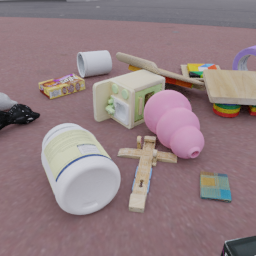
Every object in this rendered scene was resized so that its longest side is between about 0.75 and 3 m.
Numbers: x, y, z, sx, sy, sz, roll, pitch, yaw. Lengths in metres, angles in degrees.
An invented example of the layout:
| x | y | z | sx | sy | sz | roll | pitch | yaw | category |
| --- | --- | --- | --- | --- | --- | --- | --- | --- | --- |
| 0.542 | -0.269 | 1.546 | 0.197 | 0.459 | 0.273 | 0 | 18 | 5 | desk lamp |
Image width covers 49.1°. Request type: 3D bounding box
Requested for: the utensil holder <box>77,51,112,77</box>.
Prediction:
| x | y | z | sx | sy | sz | roll | pitch | yaw | category |
| --- | --- | --- | --- | --- | --- | --- | --- | --- | --- |
| -1.536 | -2.963 | 12.808 | 1.321 | 1.122 | 1.122 | -14 | 34 | -23 | utensil holder |

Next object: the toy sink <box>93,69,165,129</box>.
| x | y | z | sx | sy | sz | roll | pitch | yaw | category |
| --- | --- | --- | --- | --- | --- | --- | --- | --- | --- |
| 0.081 | -0.893 | 9.127 | 2.128 | 1.387 | 1.192 | -22 | 38 | -33 | toy sink |

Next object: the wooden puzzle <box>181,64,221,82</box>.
| x | y | z | sx | sy | sz | roll | pitch | yaw | category |
| --- | --- | --- | --- | --- | --- | --- | --- | --- | --- |
| 3.431 | -2.601 | 12.920 | 1.835 | 0.369 | 1.983 | 1 | 31 | 3 | wooden puzzle |

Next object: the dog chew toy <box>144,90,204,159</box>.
| x | y | z | sx | sy | sz | roll | pitch | yaw | category |
| --- | --- | --- | --- | --- | --- | --- | --- | --- | --- |
| 1.334 | -0.055 | 7.854 | 1.409 | 1.409 | 2.262 | -10 | 44 | -15 | dog chew toy |

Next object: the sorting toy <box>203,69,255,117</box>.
| x | y | z | sx | sy | sz | roll | pitch | yaw | category |
| --- | --- | --- | --- | --- | --- | --- | --- | --- | --- |
| 4.086 | -1.224 | 10.127 | 2.559 | 0.896 | 2.575 | 4 | 32 | 6 | sorting toy |

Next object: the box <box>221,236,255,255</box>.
| x | y | z | sx | sy | sz | roll | pitch | yaw | category |
| --- | --- | --- | --- | --- | --- | --- | --- | --- | --- |
| 2.175 | 2.700 | 2.393 | 1.846 | 2.206 | 2.970 | -7 | 32 | -11 | box |

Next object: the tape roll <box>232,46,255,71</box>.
| x | y | z | sx | sy | sz | roll | pitch | yaw | category |
| --- | --- | --- | --- | --- | --- | --- | --- | --- | --- |
| 5.238 | -2.554 | 11.621 | 0.690 | 1.623 | 1.623 | -23 | 38 | -33 | tape roll |

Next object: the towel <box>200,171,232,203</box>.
| x | y | z | sx | sy | sz | roll | pitch | yaw | category |
| --- | --- | --- | --- | --- | --- | --- | --- | --- | --- |
| 2.053 | 1.375 | 6.632 | 0.689 | 0.102 | 0.940 | 6 | 30 | 9 | towel |

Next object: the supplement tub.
| x | y | z | sx | sy | sz | roll | pitch | yaw | category |
| --- | --- | --- | --- | --- | --- | --- | --- | --- | --- |
| -1.143 | 0.823 | 6.292 | 1.382 | 1.382 | 1.906 | -14 | 34 | -22 | supplement tub |

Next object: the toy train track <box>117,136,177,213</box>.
| x | y | z | sx | sy | sz | roll | pitch | yaw | category |
| --- | --- | --- | --- | --- | --- | --- | --- | --- | --- |
| 0.423 | 0.902 | 7.067 | 1.615 | 0.458 | 2.816 | 5 | 32 | 9 | toy train track |

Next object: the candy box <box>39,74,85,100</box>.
| x | y | z | sx | sy | sz | roll | pitch | yaw | category |
| --- | --- | --- | --- | --- | --- | --- | --- | --- | --- |
| -2.655 | -1.698 | 11.352 | 1.603 | 0.452 | 0.935 | -24 | 39 | -31 | candy box |

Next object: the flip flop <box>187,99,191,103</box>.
| x | y | z | sx | sy | sz | roll | pitch | yaw | category |
| --- | --- | --- | --- | --- | --- | --- | --- | --- | --- |
| 1.717 | -0.585 | 9.631 | 0.576 | 0.409 | 1.421 | 17 | 50 | 20 | flip flop |

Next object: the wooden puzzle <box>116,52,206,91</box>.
| x | y | z | sx | sy | sz | roll | pitch | yaw | category |
| --- | --- | --- | --- | --- | --- | --- | --- | --- | --- |
| 1.238 | -2.111 | 10.941 | 2.883 | 0.537 | 2.667 | 11 | 15 | -38 | wooden puzzle |

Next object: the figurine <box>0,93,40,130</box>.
| x | y | z | sx | sy | sz | roll | pitch | yaw | category |
| --- | --- | --- | --- | --- | --- | --- | --- | --- | --- |
| -4.449 | -0.496 | 9.054 | 2.387 | 1.027 | 2.329 | 25 | 31 | 36 | figurine |
